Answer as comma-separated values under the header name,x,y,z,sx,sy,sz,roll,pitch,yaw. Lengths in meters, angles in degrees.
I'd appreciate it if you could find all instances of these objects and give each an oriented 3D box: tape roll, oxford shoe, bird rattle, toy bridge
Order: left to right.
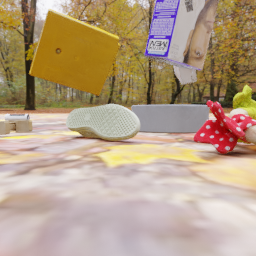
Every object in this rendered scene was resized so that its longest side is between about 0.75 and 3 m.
name,x,y,z,sx,sy,sz,roll,pitch,yaw
toy bridge,-2.660,0.019,5.407,0.724,0.293,2.154,-2,3,7
oxford shoe,-0.415,-0.062,4.939,1.672,0.629,0.483,4,-24,41
tape roll,1.048,-0.258,7.065,1.938,0.640,1.938,1,4,0
bird rattle,1.595,-0.058,3.454,1.217,0.841,1.492,21,15,24

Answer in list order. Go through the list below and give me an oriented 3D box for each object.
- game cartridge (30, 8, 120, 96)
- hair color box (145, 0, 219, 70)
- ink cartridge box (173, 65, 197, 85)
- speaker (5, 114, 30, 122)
name,x,y,z,sx,sy,sz,roll,pitch,yaw
game cartridge,-1.833,-2.540,9.863,2.642,2.329,0.429,15,27,-25
hair color box,1.360,-2.762,6.489,1.401,2.563,0.831,3,14,-43
ink cartridge box,2.022,-2.289,10.237,0.573,0.988,1.364,-15,28,5
speaker,-4.484,-0.382,11.337,0.899,0.365,0.365,0,4,-1
